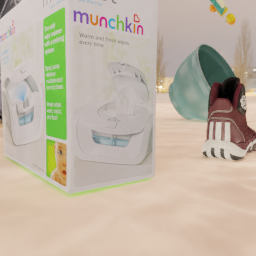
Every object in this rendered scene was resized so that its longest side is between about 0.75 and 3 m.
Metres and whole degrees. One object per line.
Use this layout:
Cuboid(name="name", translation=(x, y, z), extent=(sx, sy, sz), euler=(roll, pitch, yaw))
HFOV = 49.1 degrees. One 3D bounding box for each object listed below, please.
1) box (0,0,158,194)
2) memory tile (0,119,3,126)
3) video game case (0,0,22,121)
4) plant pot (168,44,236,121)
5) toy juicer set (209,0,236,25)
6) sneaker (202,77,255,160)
Cuboid(name="box", translation=(-0.655, -0.455, 3.094), extent=(0.966, 1.764, 1.999), euler=(-4, 8, -37))
Cuboid(name="memory tile", translation=(-4.295, -0.093, 7.020), extent=(2.152, 0.236, 2.808), euler=(0, 7, 4))
Cuboid(name="video game case", translation=(-2.492, -1.308, 5.992), extent=(0.280, 2.109, 2.952), euler=(15, -14, -4))
Cuboid(name="plant pot", translation=(2.458, -1.282, 9.451), extent=(2.533, 2.533, 1.697), euler=(-7, -18, -47))
Cuboid(name="toy juicer set", translation=(3.237, -4.210, 9.942), extent=(0.518, 1.211, 1.903), euler=(-38, -28, 26))
Cuboid(name="sneaker", translation=(1.565, -0.195, 4.050), extent=(0.684, 1.044, 1.808), euler=(3, 7, 27))
